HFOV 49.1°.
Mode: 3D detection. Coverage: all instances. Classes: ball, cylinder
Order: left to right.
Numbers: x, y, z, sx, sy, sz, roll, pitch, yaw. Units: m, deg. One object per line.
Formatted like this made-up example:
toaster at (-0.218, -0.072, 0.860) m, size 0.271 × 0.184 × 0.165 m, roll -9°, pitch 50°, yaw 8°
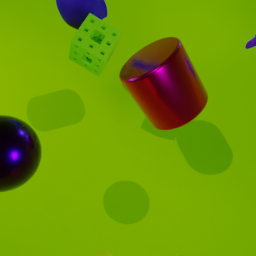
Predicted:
ball at (-1.974, 0.394, 4.382) m, size 1.197 × 1.197 × 1.197 m, roll 0°, pitch 72°, yaw 0°
cylinder at (0.706, -0.852, 5.487) m, size 1.311 × 1.311 × 1.311 m, roll -45°, pitch 121°, yaw -13°

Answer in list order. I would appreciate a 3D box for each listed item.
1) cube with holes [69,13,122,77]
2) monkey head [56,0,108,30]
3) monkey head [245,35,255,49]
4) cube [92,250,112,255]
cube with holes at (-0.660, -1.614, 5.529) m, size 0.711 × 0.711 × 0.711 m, roll 30°, pitch 70°, yaw -6°
monkey head at (-0.987, -2.885, 6.342) m, size 1.807 × 1.300 × 1.089 m, roll 42°, pitch 60°, yaw -11°
monkey head at (3.019, -1.791, 6.057) m, size 0.807 × 1.122 × 0.676 m, roll -34°, pitch 93°, yaw -4°
cube at (-0.415, 2.245, 3.782) m, size 0.737 × 0.737 × 0.737 m, roll -14°, pitch 91°, yaw -25°
